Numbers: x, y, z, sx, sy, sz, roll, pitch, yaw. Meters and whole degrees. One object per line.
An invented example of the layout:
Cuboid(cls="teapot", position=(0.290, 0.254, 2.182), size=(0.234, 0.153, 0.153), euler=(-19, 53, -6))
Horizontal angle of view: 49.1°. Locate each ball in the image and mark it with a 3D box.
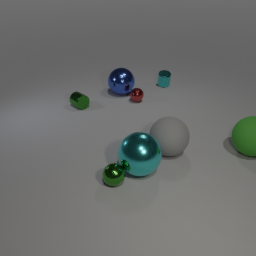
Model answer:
Cuboid(cls="ball", position=(4.360, 0.285, 9.770), size=(1.400, 1.400, 1.400), euler=(0, 30, 0))
Cuboid(cls="ball", position=(1.442, 0.292, 9.783), size=(1.400, 1.400, 1.400), euler=(0, 30, 0))
Cuboid(cls="ball", position=(0.375, 0.817, 8.849), size=(1.400, 1.400, 1.400), euler=(0, 30, 0))
Cuboid(cls="ball", position=(0.437, -1.644, 13.909), size=(0.700, 0.700, 0.700), euler=(0, 30, 0))
Cuboid(cls="ball", position=(-0.350, -2.424, 14.552), size=(1.400, 1.400, 1.400), euler=(0, 30, 0))
Cuboid(cls="ball", position=(-0.431, 1.413, 8.524), size=(0.700, 0.700, 0.700), euler=(0, 30, 0))

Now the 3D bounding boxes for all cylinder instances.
Cuboid(cls="cylinder", position=(-2.302, -1.307, 13.306), size=(0.700, 0.700, 0.700), euler=(-23, 37, -35))
Cuboid(cls="cylinder", position=(2.017, -2.738, 15.575), size=(0.700, 0.700, 0.700), euler=(0, 47, 0))
